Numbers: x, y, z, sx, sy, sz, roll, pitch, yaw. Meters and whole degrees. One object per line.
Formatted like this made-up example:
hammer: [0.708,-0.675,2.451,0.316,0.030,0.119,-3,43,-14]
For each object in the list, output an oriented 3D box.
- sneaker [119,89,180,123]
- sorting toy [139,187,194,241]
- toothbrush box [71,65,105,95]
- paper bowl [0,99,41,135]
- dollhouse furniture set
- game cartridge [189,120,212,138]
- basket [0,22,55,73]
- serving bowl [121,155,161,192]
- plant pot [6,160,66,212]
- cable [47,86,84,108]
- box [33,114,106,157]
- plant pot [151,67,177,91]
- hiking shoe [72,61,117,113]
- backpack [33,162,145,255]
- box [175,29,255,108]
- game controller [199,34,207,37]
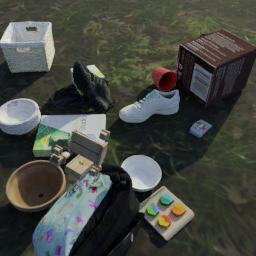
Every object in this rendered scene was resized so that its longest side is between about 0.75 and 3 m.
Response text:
sneaker: [0.919,-1.082,12.026,2.737,1.211,1.030,-14,49,-14]
sorting toy: [1.201,2.669,9.003,1.318,0.260,1.424,-31,53,-27]
toothbrush box: [-1.917,-2.320,13.365,1.226,0.725,1.684,-14,35,-18]
paper bowl: [-4.468,-0.389,11.578,1.675,0.871,1.675,0,45,0]
dollhouse furniture set: [-1.003,0.346,6.346,1.239,1.453,0.709,26,30,13]
game cartridge: [3.008,0.008,11.695,0.608,0.187,0.913,31,53,32]
basket: [-5.127,-4.236,14.698,2.248,1.825,2.269,-2,45,-2]
serving bowl: [0.424,1.653,9.816,1.419,0.467,1.419,4,46,-5]
plant pot: [-2.947,2.028,9.220,1.843,0.851,1.843,0,46,0]
cable: [-2.906,-1.444,12.929,1.689,0.429,1.378,-12,47,-12]
box: [-2.251,0.264,11.209,2.689,0.489,1.941,-2,45,-1]
plant pot: [1.680,-2.426,13.574,1.058,1.058,0.936,-18,38,-17]
hiking shoe: [-1.464,-1.906,12.350,0.939,2.478,1.248,-14,22,44]
backpack: [-1.055,2.679,7.787,1.885,2.485,2.978,9,46,38]
box: [3.970,-2.806,12.967,2.733,2.267,2.244,-25,50,-23]
game controller: [5.005,-4.523,15.810,1.443,0.582,2.766,-2,45,-9]
